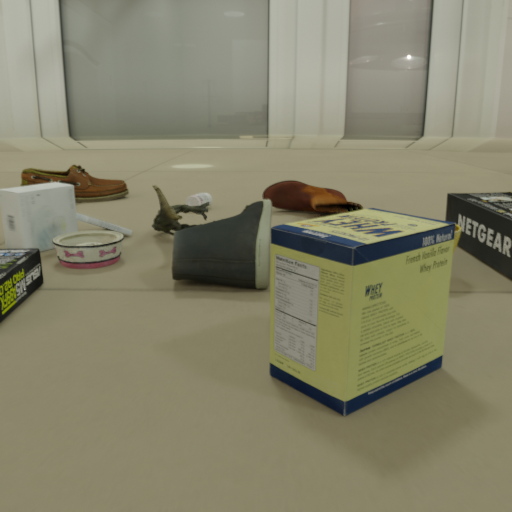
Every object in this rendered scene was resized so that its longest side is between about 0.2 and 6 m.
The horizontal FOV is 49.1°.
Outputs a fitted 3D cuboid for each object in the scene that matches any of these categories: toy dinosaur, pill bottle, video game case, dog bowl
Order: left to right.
[{"bbox_3d":[-2.972,-0.113,9.987,1.225,0.452,1.225,0,15,0],"label":"dog bowl"},{"bbox_3d":[-3.341,-0.693,11.886,1.044,0.136,1.147,19,-2,-41],"label":"video game case"},{"bbox_3d":[-1.537,-0.775,11.153,1.105,0.595,2.507,8,-15,-9],"label":"toy dinosaur"},{"bbox_3d":[-1.488,-1.420,14.752,0.441,0.441,0.778,6,16,21],"label":"pill bottle"}]

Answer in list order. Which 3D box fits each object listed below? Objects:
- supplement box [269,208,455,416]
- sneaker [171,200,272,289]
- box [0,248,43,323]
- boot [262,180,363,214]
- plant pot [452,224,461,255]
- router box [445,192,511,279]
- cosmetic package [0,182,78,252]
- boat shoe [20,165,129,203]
[{"bbox_3d":[1.066,0.453,5.719,1.609,1.607,1.080,-13,20,-38],"label":"supplement box"},{"bbox_3d":[-0.535,-0.345,9.528,1.564,1.102,2.945,3,17,0],"label":"sneaker"},{"bbox_3d":[-4.641,0.450,7.644,2.731,0.604,2.187,-1,16,-2],"label":"box"},{"bbox_3d":[1.293,-1.254,13.617,2.166,0.788,2.300,11,13,-6],"label":"boot"},{"bbox_3d":[2.649,-0.074,9.069,1.208,0.858,1.208,-1,15,0],"label":"plant pot"},{"bbox_3d":[5.477,-0.375,9.863,3.003,0.997,3.819,-1,15,-2],"label":"router box"},{"bbox_3d":[-4.182,-0.750,10.874,0.733,1.189,1.193,12,20,37],"label":"cosmetic package"},{"bbox_3d":[-5.177,-2.092,16.103,2.968,1.009,1.068,-6,17,-22],"label":"boat shoe"}]
